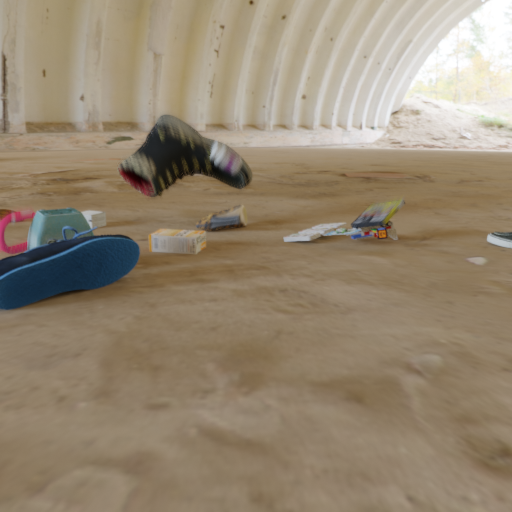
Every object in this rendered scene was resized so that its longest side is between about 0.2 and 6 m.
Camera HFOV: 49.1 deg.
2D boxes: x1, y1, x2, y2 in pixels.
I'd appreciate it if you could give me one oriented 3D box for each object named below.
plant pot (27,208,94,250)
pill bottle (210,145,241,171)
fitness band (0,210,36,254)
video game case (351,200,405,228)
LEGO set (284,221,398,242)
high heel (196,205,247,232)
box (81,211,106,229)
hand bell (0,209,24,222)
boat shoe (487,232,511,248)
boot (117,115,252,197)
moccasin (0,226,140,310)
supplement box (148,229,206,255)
[{"bbox_3d":[-3.207,-0.231,9.231,1.033,1.052,1.030,-8,17,-29],"label":"plant pot"},{"bbox_3d":[-0.683,-2.209,12.548,0.650,0.365,0.365,32,1,-23],"label":"pill bottle"},{"bbox_3d":[-3.925,-0.398,9.365,0.177,0.678,0.945,18,20,19],"label":"fitness band"},{"bbox_3d":[2.480,-0.852,11.430,0.789,0.111,0.873,-42,22,-31],"label":"video game case"},{"bbox_3d":[1.897,-0.402,11.651,2.152,0.528,1.608,-2,12,38],"label":"LEGO set"},{"bbox_3d":[-0.779,-0.868,13.108,1.040,0.521,1.459,-7,8,11],"label":"high heel"},{"bbox_3d":[-3.923,-0.862,13.275,0.516,0.339,0.519,7,15,25],"label":"box"},{"bbox_3d":[-6.674,-1.092,13.754,1.854,0.965,0.965,10,12,-12],"label":"hand bell"},{"bbox_3d":[5.385,-0.391,11.055,1.514,0.482,0.535,8,16,30],"label":"boat shoe"},{"bbox_3d":[-1.636,-1.947,13.027,2.695,0.973,2.036,32,54,2],"label":"boot"},{"bbox_3d":[-2.868,0.029,8.214,0.825,0.974,2.420,27,26,36],"label":"moccasin"},{"bbox_3d":[-1.523,-0.287,10.890,0.967,0.355,0.609,3,15,12],"label":"supplement box"}]
